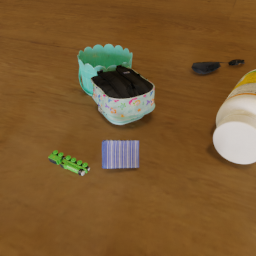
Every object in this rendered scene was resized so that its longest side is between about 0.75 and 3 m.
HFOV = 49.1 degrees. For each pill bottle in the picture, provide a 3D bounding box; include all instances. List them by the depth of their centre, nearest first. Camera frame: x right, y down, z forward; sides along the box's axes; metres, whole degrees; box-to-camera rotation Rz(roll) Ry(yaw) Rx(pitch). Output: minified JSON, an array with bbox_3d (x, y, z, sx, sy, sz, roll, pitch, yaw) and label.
[{"bbox_3d":[3.452,-0.367,7.727,1.660,1.660,2.989,21,42,26],"label":"pill bottle"}]

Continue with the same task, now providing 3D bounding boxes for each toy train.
[{"bbox_3d":[-1.540,0.911,7.245,1.214,0.253,0.342,19,51,23],"label":"toy train"}]

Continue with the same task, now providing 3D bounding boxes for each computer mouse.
[{"bbox_3d":[3.850,-2.593,11.797,2.706,0.460,0.793,-9,17,-20],"label":"computer mouse"}]

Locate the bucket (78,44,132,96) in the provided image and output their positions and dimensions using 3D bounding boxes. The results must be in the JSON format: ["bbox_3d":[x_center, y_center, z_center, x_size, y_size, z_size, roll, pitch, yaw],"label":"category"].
[{"bbox_3d":[-0.826,-2.083,10.281,2.055,1.337,2.055,-1,37,0],"label":"bucket"}]

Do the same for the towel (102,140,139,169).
[{"bbox_3d":[-0.174,0.640,6.891,0.967,0.700,0.115,1,-3,-18],"label":"towel"}]

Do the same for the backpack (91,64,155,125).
[{"bbox_3d":[-0.111,-0.971,8.682,1.728,1.465,1.946,-19,33,-23],"label":"backpack"}]
